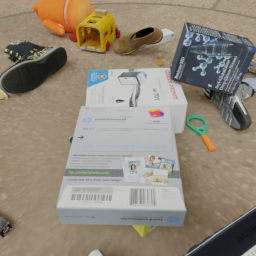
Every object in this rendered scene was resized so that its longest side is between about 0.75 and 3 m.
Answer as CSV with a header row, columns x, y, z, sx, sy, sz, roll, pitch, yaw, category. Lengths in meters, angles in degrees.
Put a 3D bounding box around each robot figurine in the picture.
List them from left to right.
x,y,z,sx,sy,sz,roll,pitch,yaw,category
-2.901,-5.324,12.883,2.934,1.711,2.111,16,31,19,robot figurine

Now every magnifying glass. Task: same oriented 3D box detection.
x,y,z,sx,sy,sz,roll,pitch,yaw,category
2.115,0.121,8.001,0.587,0.165,1.474,-8,44,-9,magnifying glass

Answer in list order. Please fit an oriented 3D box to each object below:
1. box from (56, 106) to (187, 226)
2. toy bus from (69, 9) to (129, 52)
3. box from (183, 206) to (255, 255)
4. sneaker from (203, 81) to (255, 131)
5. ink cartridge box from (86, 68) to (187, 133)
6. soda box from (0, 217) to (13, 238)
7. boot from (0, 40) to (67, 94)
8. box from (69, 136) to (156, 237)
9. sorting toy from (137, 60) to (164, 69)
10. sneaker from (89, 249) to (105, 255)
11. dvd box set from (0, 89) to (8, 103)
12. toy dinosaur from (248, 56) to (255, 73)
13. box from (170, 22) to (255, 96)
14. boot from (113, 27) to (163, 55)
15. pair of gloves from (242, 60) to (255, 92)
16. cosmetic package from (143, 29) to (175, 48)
x,y,z,sx,sy,sz,roll,pitch,yaw,category
-0.086,0.623,6.016,2.276,0.601,2.920,1,42,0,box
-1.173,-4.343,12.032,2.474,1.355,2.622,-20,46,-20,toy bus
1.597,2.416,3.741,2.409,2.449,1.438,-22,47,-23,box
3.443,-0.899,8.603,1.385,0.900,2.398,-8,42,-12,sneaker
0.181,-0.809,8.285,2.701,1.160,1.978,-4,41,-3,ink cartridge box
-2.847,1.975,5.878,0.798,0.253,0.283,18,45,20,soda box
-3.860,-2.303,10.125,2.123,1.014,2.810,21,47,28,boot
-0.196,1.036,6.549,1.090,0.726,2.895,-27,49,-27,box
0.875,-2.153,10.492,1.431,0.195,0.806,-33,56,-30,sorting toy
-0.396,3.305,3.972,1.324,1.090,2.879,-24,39,-14,sneaker
-4.693,-0.960,9.169,1.218,0.179,0.891,-31,51,-29,dvd box set
4.676,-2.274,10.191,1.103,0.635,2.181,26,37,2,toy dinosaur
2.288,-1.926,7.811,1.898,1.409,1.016,14,33,-1,box
0.204,-3.463,10.917,2.191,0.806,0.827,-11,-3,30,boot
4.565,-1.989,10.220,2.205,0.312,2.743,-6,42,-6,pair of gloves
1.250,-3.948,12.312,1.530,0.387,0.631,-22,47,-23,cosmetic package
